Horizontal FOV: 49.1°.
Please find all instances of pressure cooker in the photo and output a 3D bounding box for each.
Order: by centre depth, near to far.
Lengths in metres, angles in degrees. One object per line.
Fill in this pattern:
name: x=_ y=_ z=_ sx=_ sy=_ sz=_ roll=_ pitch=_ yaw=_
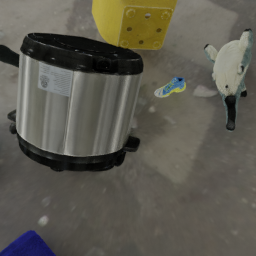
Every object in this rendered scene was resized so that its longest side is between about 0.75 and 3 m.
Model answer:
pressure cooker: x=-1.132 y=-0.407 z=6.024 sx=2.548 sy=2.853 sz=2.509 roll=-6 pitch=28 yaw=-37

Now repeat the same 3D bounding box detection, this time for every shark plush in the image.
shark plush: x=3.009 y=-1.332 z=7.499 sx=1.358 sy=1.245 sz=2.989 roll=-23 pitch=46 yaw=34

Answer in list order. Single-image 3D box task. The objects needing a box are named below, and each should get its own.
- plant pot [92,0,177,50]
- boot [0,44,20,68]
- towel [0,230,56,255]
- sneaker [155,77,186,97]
plant pot: x=0.229 y=-3.370 z=7.710 sx=2.160 sy=2.145 sz=2.209 roll=-1 pitch=55 yaw=-13
boot: x=-2.710 y=-1.654 z=6.994 sx=1.001 sy=0.841 sz=0.382 roll=27 pitch=92 yaw=14
towel: x=-1.661 y=3.507 z=4.741 sx=2.979 sy=0.738 sz=2.200 roll=38 pitch=47 yaw=22
sneaker: x=1.118 y=-1.133 z=7.443 sx=0.892 sy=0.468 sz=0.338 roll=-19 pitch=49 yaw=-12
